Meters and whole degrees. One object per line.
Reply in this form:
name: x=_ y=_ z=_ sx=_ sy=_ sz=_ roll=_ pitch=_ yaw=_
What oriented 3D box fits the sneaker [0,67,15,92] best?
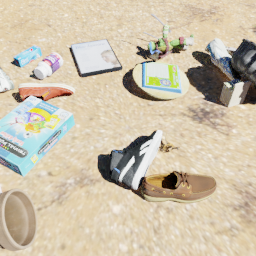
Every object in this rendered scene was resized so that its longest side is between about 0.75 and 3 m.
sneaker: x=-5.932 y=-2.250 z=12.484 sx=0.879 sy=0.736 sz=1.985 roll=-31 pitch=53 yaw=-29

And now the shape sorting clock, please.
shape sorting clock: x=1.471 y=-2.179 z=12.507 sx=2.573 sy=0.505 sz=2.573 roll=4 pitch=48 yaw=-5

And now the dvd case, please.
dvd case: x=-1.631 y=-3.596 z=14.108 sx=2.007 sy=0.247 sz=2.813 roll=-14 pitch=48 yaw=-12

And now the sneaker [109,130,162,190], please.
sneaker: x=0.182 y=0.790 z=9.473 sx=1.369 sy=0.894 sz=2.448 roll=19 pitch=51 yaw=16

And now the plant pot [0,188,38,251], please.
plant pot: x=-3.449 y=2.579 z=7.537 sx=1.394 sy=1.598 sz=1.598 roll=-18 pitch=46 yaw=9

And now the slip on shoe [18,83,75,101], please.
slip on shoe: x=-3.411 y=-1.485 z=11.841 sx=2.322 sy=0.860 sz=0.710 roll=-2 pitch=84 yaw=-12

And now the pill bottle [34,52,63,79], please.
pill bottle: x=-3.722 y=-2.877 z=13.063 sx=0.769 sy=0.769 sz=1.380 roll=19 pitch=49 yaw=17

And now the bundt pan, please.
bundt pan: x=5.361 y=-2.299 z=11.519 sx=1.082 sy=2.883 sz=2.883 roll=-45 pitch=48 yaw=18

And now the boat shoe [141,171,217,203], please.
boat shoe: x=1.592 y=1.765 z=8.606 sx=2.390 sy=0.807 sz=0.860 roll=-2 pitch=46 yaw=-2

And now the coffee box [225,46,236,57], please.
coffee box: x=5.128 y=-3.839 z=14.203 sx=0.784 sy=0.443 sz=0.313 roll=19 pitch=50 yaw=18

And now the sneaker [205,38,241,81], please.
sneaker: x=4.543 y=-3.123 z=13.371 sx=0.955 sy=0.963 sz=2.657 roll=6 pitch=52 yaw=-35

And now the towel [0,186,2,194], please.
towel: x=-4.775 y=1.911 z=8.877 sx=1.362 sy=0.230 sz=1.427 roll=-21 pitch=50 yaw=-18

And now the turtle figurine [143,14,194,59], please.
turtle figurine: x=2.049 y=-4.668 z=14.116 sx=2.239 sy=1.662 sz=2.309 roll=0 pitch=56 yaw=-10

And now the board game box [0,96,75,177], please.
board game box: x=-3.666 y=0.157 z=10.247 sx=2.121 sy=0.659 sz=2.809 roll=22 pitch=50 yaw=20

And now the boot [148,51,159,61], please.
boot: x=1.168 y=-3.319 z=12.731 sx=0.345 sy=0.447 sz=0.923 roll=18 pitch=12 yaw=20

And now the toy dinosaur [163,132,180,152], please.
toy dinosaur: x=1.469 y=0.599 z=9.988 sx=0.531 sy=0.302 sz=0.999 roll=-28 pitch=41 yaw=-16

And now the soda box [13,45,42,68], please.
soda box: x=-4.965 y=-3.568 z=13.925 sx=0.443 sy=0.469 sz=1.382 roll=28 pitch=52 yaw=24

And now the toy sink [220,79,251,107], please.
toy sink: x=4.376 y=-1.560 z=11.522 sx=0.770 sy=1.181 sz=0.661 roll=-17 pitch=49 yaw=-15
